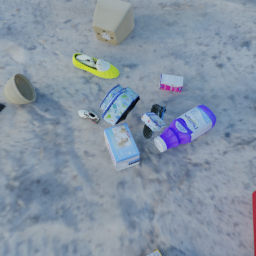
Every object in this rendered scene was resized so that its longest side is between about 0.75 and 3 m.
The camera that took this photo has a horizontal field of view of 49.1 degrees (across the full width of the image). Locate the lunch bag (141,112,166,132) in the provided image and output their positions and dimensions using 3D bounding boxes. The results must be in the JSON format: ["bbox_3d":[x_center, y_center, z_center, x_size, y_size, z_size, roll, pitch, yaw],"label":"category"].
[{"bbox_3d":[0.742,-0.200,8.151,0.306,0.811,0.650,-47,74,18],"label":"lunch bag"}]

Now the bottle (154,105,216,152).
[{"bbox_3d":[2.092,0.053,10.412,2.410,0.787,1.007,-29,60,-15],"label":"bottle"}]

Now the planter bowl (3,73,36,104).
[{"bbox_3d":[-4.392,-1.451,11.130,0.818,1.215,1.215,-23,61,15],"label":"planter bowl"}]

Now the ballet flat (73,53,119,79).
[{"bbox_3d":[-1.416,-2.699,11.977,2.161,0.724,0.722,20,65,10],"label":"ballet flat"}]

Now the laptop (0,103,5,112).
[{"bbox_3d":[-5.439,-0.831,11.141,0.668,0.389,0.753,28,65,14],"label":"laptop"}]

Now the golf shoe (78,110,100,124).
[{"bbox_3d":[-1.542,-0.538,10.967,0.967,0.426,0.373,22,64,13],"label":"golf shoe"}]

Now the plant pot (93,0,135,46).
[{"bbox_3d":[-0.754,-4.740,12.723,1.600,1.598,1.416,22,76,11],"label":"plant pot"}]

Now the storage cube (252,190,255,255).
[{"bbox_3d":[5.193,2.796,7.941,2.367,2.489,2.769,8,61,5],"label":"storage cube"}]

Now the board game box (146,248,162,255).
[{"bbox_3d":[0.819,4.816,8.031,1.427,0.364,2.106,-26,65,-14],"label":"board game box"}]

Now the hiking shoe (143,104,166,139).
[{"bbox_3d":[0.927,-0.174,9.353,0.533,1.228,0.457,11,17,-40],"label":"hiking shoe"}]

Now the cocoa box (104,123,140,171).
[{"bbox_3d":[-0.226,0.666,10.020,0.908,0.893,1.361,-18,63,-10],"label":"cocoa box"}]

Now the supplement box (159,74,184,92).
[{"bbox_3d":[1.794,-1.872,11.664,0.945,0.478,0.489,8,61,4],"label":"supplement box"}]

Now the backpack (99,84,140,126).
[{"bbox_3d":[-0.379,-0.808,9.956,1.056,1.315,1.437,37,24,-1],"label":"backpack"}]
